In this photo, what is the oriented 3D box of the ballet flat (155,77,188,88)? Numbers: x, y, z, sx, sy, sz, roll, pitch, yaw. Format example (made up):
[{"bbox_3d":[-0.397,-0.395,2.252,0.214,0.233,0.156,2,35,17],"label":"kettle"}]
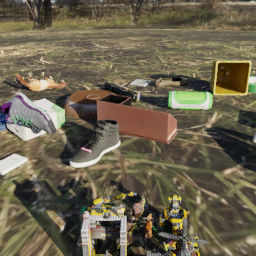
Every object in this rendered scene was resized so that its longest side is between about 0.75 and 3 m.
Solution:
[{"bbox_3d":[2.508,-2.701,16.033,2.163,0.501,0.729,-9,26,-19],"label":"ballet flat"}]

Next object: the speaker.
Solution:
[{"bbox_3d":[2.745,-1.237,12.520,1.874,0.829,0.829,2,25,5],"label":"speaker"}]

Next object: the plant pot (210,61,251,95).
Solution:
[{"bbox_3d":[5.238,-2.780,14.921,1.745,1.733,1.785,0,19,0],"label":"plant pot"}]

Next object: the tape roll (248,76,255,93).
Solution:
[{"bbox_3d":[7.114,-2.387,15.399,1.977,0.475,1.977,0,24,0],"label":"tape roll"}]

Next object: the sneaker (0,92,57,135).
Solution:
[{"bbox_3d":[-3.330,-0.278,9.227,1.022,0.869,2.335,-38,53,-27],"label":"sneaker"}]

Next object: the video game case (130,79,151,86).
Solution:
[{"bbox_3d":[0.748,-2.653,16.408,0.899,0.108,0.986,11,26,22],"label":"video game case"}]

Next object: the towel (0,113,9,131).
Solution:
[{"bbox_3d":[-5.414,-0.346,10.961,1.973,0.479,1.102,20,30,36],"label":"towel"}]

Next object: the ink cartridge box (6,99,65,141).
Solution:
[{"bbox_3d":[-3.446,-0.353,10.489,1.273,0.766,1.751,28,38,31],"label":"ink cartridge box"}]

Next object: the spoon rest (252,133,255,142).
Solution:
[{"bbox_3d":[4.747,0.675,8.279,1.463,0.893,2.945,-3,24,-7],"label":"spoon rest"}]

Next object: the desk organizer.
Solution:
[{"bbox_3d":[0.309,-0.411,10.321,2.920,1.124,1.047,12,27,24],"label":"desk organizer"}]

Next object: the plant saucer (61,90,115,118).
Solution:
[{"bbox_3d":[-1.611,-1.219,12.822,2.913,0.533,2.913,1,24,0],"label":"plant saucer"}]

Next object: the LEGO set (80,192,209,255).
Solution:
[{"bbox_3d":[0.163,1.758,5.246,2.484,1.439,1.910,4,25,9],"label":"LEGO set"}]

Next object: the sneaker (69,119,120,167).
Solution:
[{"bbox_3d":[-1.031,0.370,8.715,0.760,1.066,2.148,19,32,32],"label":"sneaker"}]

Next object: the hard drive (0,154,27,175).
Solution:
[{"bbox_3d":[-3.546,1.067,8.327,0.587,0.117,0.891,13,28,27],"label":"hard drive"}]

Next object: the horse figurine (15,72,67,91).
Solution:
[{"bbox_3d":[-4.787,-2.507,15.311,2.474,0.617,1.639,-9,42,-36],"label":"horse figurine"}]

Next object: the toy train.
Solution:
[{"bbox_3d":[-0.290,-1.899,14.393,0.655,0.488,2.861,-3,21,-37],"label":"toy train"}]
